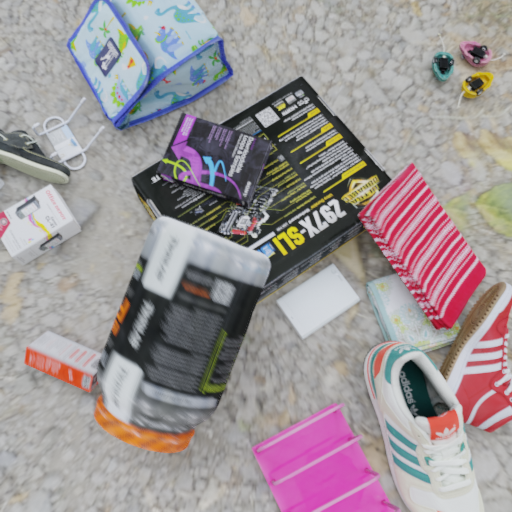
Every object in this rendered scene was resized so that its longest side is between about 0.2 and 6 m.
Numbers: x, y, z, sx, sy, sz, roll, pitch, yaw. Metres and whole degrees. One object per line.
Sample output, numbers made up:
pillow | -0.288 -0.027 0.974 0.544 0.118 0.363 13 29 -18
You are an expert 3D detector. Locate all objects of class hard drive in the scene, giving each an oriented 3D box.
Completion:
hard drive | 1.107 0.810 10.041 1.261 0.166 0.831 -33 74 -10

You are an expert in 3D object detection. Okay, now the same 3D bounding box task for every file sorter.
file sorter | 1.144 3.574 8.382 1.604 1.448 2.309 -26 73 -8

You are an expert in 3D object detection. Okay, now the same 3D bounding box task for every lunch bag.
lunch bag | -2.181 -4.033 11.045 2.648 1.687 2.251 -32 75 2

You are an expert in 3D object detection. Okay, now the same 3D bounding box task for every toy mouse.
toy mouse | 4.234 -3.970 11.627 1.808 0.350 1.607 -35 74 -12

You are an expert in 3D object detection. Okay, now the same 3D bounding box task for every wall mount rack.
wall mount rack | -3.645 -2.418 11.001 1.189 0.510 1.368 -31 74 -12

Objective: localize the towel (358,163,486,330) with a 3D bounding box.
towel | 2.938 -0.182 9.589 1.804 0.280 2.494 -42 100 -33

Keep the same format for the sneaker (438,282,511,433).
sneaker | 3.923 1.711 9.123 1.348 0.854 2.397 27 98 8

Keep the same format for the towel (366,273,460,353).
towel | 2.776 0.985 9.890 1.283 0.361 1.499 -15 71 -8

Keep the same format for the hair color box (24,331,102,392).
hair color box | -3.162 1.762 9.420 1.241 0.630 0.380 21 114 8

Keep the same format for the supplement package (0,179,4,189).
supplement package | -5.816 -1.515 10.146 1.569 1.500 1.154 26 73 9

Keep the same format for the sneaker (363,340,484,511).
sneaker | 2.628 2.844 8.463 1.156 1.535 3.283 -18 80 -6

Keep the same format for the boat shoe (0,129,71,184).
boat shoe | -4.517 -2.045 10.695 2.279 0.819 0.771 23 77 10

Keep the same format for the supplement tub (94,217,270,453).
supplement tub | -1.136 1.124 8.232 1.874 1.874 3.059 21 90 7

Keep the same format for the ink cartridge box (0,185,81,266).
ink cartridge box | -4.052 -0.573 10.329 1.270 0.544 0.937 -34 74 -10

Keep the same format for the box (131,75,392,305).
box | 0.181 -1.124 10.313 3.922 0.968 3.132 -34 75 -11

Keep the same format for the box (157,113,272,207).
box | -0.716 -1.691 9.811 1.719 0.310 1.229 18 77 5
